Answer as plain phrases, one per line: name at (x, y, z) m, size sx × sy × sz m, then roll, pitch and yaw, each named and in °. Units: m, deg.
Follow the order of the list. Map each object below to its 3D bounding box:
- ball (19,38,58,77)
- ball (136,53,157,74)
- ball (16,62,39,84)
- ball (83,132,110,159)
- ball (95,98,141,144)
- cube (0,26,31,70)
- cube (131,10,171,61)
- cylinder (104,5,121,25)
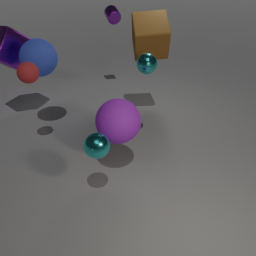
ball at (-3.357, -2.638, 10.537) m, size 1.400 × 1.400 × 1.400 m, roll 0°, pitch 30°, yaw 0°
ball at (0.634, -2.151, 9.377) m, size 0.700 × 0.700 × 0.700 m, roll 0°, pitch 30°, yaw 0°
ball at (-3.260, -1.799, 9.125) m, size 0.700 × 0.700 × 0.700 m, roll 0°, pitch 30°, yaw 0°
ball at (-0.816, 0.462, 7.338) m, size 0.700 × 0.700 × 0.700 m, roll 0°, pitch 30°, yaw 0°
ball at (-0.305, -0.209, 8.608) m, size 1.400 × 1.400 × 1.400 m, roll 0°, pitch 30°, yaw 0°
cube at (-4.923, -3.298, 11.715) m, size 1.400 × 1.400 × 1.400 m, roll 21°, pitch 0°, yaw 41°
cube at (0.909, -3.761, 11.453) m, size 1.400 × 1.400 × 1.400 m, roll -5°, pitch 60°, yaw 0°
cylinder at (-0.780, -5.737, 14.203) m, size 0.700 × 0.700 × 0.700 m, roll -11°, pitch 52°, yaw -18°
